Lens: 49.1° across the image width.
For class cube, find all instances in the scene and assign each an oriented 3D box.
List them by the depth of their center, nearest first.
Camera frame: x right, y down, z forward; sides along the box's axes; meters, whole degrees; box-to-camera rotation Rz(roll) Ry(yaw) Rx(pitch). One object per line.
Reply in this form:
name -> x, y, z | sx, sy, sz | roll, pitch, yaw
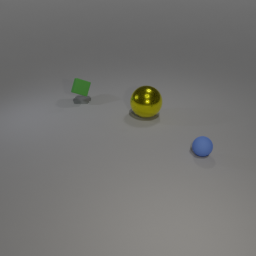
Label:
cube -> -2.246, -1.937, 13.315 | 0.700, 0.700, 0.700 | 15, 4, -20

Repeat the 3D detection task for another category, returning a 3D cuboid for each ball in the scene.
ball -> 2.570, 0.632, 9.663 | 0.700, 0.700, 0.700 | 0, 29, 0
ball -> 0.789, -1.134, 12.119 | 1.400, 1.400, 1.400 | 0, 29, 0
